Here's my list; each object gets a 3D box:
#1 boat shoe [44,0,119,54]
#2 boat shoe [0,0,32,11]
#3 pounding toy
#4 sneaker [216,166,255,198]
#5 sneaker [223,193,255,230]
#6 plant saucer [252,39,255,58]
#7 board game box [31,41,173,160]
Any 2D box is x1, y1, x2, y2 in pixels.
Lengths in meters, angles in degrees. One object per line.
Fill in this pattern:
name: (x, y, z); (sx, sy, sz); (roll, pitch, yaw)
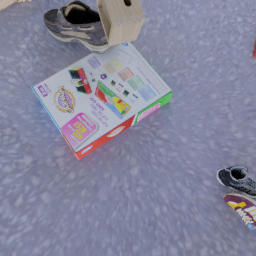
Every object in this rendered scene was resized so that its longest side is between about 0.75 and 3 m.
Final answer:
boat shoe: (-1.326, -2.908, 7.526); (2.790, 1.023, 1.039); (26, 63, 31)
boat shoe: (-3.108, -4.391, 8.356); (2.983, 1.100, 1.032); (-45, 86, -5)
pounding toy: (-0.081, -2.416, 5.327); (0.851, 1.102, 1.197); (-16, 87, -11)
sneaker: (2.691, 1.221, 6.373); (1.226, 0.698, 0.463); (19, 70, 7)
sneaker: (2.696, 1.917, 6.221); (1.263, 0.473, 0.569); (24, 64, 10)
plant saucer: (4.351, -2.442, 8.070); (1.279, 0.235, 1.281); (16, 69, 6)
board game box: (-0.662, -0.884, 7.259); (2.875, 0.580, 2.200); (-32, 72, -12)
